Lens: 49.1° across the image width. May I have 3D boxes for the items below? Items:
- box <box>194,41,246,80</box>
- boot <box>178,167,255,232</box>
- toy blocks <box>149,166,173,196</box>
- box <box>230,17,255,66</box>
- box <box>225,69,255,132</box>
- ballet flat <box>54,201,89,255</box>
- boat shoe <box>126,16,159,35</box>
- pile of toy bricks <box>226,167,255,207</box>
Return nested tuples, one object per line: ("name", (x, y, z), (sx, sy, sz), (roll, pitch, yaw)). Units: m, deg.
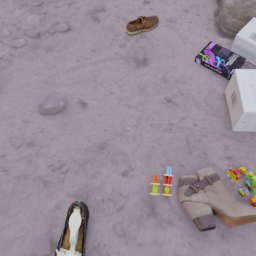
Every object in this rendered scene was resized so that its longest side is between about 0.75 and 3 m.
("box", (4.066, -3.006, 12.341), (1.828, 0.330, 1.307), (35, 66, 19))
("boot", (2.957, 2.176, 9.013), (2.624, 0.921, 1.918), (-5, 53, -9))
("toy blocks", (1.117, 1.730, 9.263), (0.799, 0.348, 0.958), (9, 80, -19))
("box", (5.708, -3.793, 12.405), (1.563, 1.027, 1.571), (38, 66, 20))
("box", (5.272, -1.013, 10.549), (2.608, 1.387, 1.986), (2, 60, 1))
("ballet flat", (-1.688, 3.435, 8.196), (0.918, 0.923, 2.700), (3, 60, -4))
("boat shoe", (0.725, -5.004, 13.364), (1.770, 0.598, 0.637), (-25, 63, -14))
("pile of toy bricks", (4.130, 1.840, 9.208), (0.918, 0.817, 1.654), (-27, 63, -15))
